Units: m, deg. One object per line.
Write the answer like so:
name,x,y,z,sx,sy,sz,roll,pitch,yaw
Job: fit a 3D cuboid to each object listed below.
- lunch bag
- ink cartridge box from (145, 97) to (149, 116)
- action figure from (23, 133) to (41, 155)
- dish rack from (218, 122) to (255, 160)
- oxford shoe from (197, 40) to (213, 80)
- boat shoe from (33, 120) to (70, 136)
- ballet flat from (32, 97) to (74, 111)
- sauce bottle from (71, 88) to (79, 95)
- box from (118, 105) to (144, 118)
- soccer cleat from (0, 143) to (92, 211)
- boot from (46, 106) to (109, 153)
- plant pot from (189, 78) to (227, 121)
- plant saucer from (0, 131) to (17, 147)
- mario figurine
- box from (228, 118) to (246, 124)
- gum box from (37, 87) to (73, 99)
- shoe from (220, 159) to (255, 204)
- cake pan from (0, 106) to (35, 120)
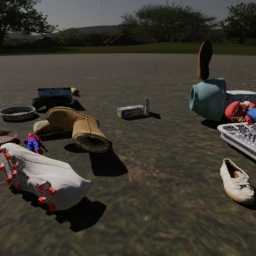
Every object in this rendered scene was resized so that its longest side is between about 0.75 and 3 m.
lunch bag,5.217,-1.260,13.390,2.081,1.000,2.595,4,12,10
ink cartridge box,0.933,-1.103,13.554,0.193,0.823,0.814,2,20,4
action figure,-3.258,0.521,9.562,0.584,0.461,1.785,-10,19,-19
dish rack,4.576,0.513,9.276,2.367,0.600,2.758,-4,20,-15
oxford shoe,3.208,-2.908,12.032,0.588,1.649,0.588,2,15,-12
boat shoe,-2.719,-0.063,10.908,1.844,0.673,0.580,-10,31,-21
ballet flat,-3.911,-1.291,14.755,2.343,0.666,0.779,-8,-1,-38
sauce bottle,-3.533,-2.366,17.832,0.408,0.408,1.236,-12,23,-32
box,0.143,-0.777,13.206,1.233,0.432,0.396,-9,21,-24
soccer cleat,-2.195,1.140,7.056,2.939,1.018,1.140,22,24,33
boot,-1.723,-0.012,9.227,2.029,0.766,2.317,9,15,-14
plant pot,3.416,-1.275,12.310,1.267,1.892,1.892,4,19,3
plant saucer,-4.735,0.421,10.116,1.363,0.219,1.363,1,19,0
mario figurine,4.239,-0.369,9.597,1.773,0.940,1.094,17,21,36
box,5.003,-0.327,12.221,0.799,0.233,1.167,-2,19,-6
gum box,-3.940,-1.865,15.391,1.693,0.444,1.992,-3,-1,-10
shoe,2.734,1.324,7.151,0.598,0.457,1.711,0,19,0
cake pan,-5.195,-0.704,13.203,1.620,0.297,1.620,0,19,0
